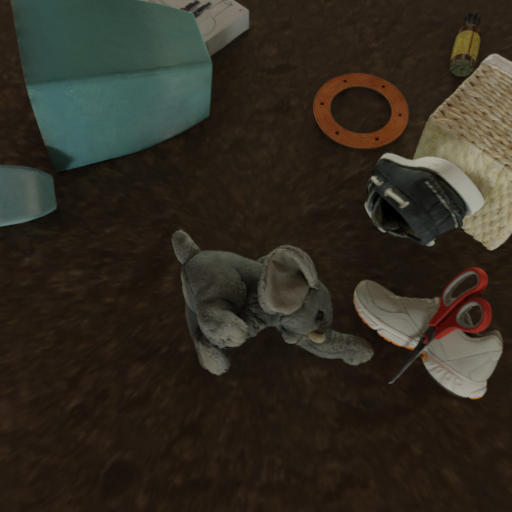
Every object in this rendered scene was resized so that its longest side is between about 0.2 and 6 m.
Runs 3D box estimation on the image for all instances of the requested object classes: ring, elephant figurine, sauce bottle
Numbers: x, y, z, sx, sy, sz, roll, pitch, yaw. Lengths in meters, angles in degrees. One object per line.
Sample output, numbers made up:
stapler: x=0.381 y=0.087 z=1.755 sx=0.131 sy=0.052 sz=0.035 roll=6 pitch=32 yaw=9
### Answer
ring: x=1.761 y=-2.439 z=9.470 sx=1.604 sy=0.154 sz=1.604 roll=0 pitch=63 yaw=0
elephant figurine: x=0.255 y=0.577 z=7.373 sx=2.285 sy=1.773 sz=1.617 roll=-13 pitch=34 yaw=-15
sauce bottle: x=3.770 y=-3.800 z=9.980 sx=0.435 sy=0.435 sz=1.345 roll=18 pitch=65 yaw=9

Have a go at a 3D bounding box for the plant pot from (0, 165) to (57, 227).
plant pot: x=-3.443 y=-0.886 z=8.241 sx=0.859 sy=0.841 sz=0.843 roll=-8 pitch=94 yaw=-33

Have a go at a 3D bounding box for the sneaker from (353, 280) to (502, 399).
sneaker: x=2.183 y=0.781 z=7.097 sx=0.793 sy=0.964 sz=2.095 roll=-1 pitch=32 yaw=-46

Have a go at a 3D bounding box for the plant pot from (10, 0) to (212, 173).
plant pot: x=-2.119 y=-2.810 z=8.751 sx=2.653 sy=1.875 sz=1.874 roll=-13 pitch=64 yaw=-13

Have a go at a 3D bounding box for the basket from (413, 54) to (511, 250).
basket: x=3.419 y=-1.417 z=8.004 sx=1.875 sy=1.892 sz=1.521 roll=42 pitch=73 yaw=19

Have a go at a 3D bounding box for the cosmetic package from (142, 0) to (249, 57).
cosmetic package: x=-1.210 y=-4.431 z=10.285 sx=1.762 sy=0.455 sz=1.328 roll=40 pitch=67 yaw=18

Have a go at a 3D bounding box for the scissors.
scissors: x=2.089 y=0.867 z=6.653 sx=0.138 sy=1.982 sz=0.725 roll=8 pitch=55 yaw=-20

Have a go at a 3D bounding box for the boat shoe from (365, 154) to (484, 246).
boat shoe: x=1.844 y=-0.714 z=7.283 sx=0.854 sy=2.831 sz=1.070 roll=-41 pitch=94 yaw=1
